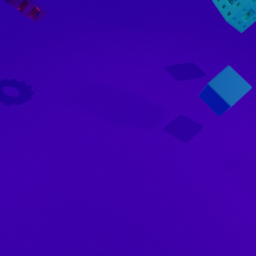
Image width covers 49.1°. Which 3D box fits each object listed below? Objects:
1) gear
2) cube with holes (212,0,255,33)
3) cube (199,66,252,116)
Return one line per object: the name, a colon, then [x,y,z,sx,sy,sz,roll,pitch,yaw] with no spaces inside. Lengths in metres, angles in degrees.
gear: [-2.818,-3.313,6.854,0.311,1.680,1.680,-46,48,12]
cube with holes: [3.465,-3.803,8.635,1.000,1.000,1.000,9,52,-43]
cube: [2.482,-0.937,7.251,0.803,0.803,0.803,-40,80,-12]
